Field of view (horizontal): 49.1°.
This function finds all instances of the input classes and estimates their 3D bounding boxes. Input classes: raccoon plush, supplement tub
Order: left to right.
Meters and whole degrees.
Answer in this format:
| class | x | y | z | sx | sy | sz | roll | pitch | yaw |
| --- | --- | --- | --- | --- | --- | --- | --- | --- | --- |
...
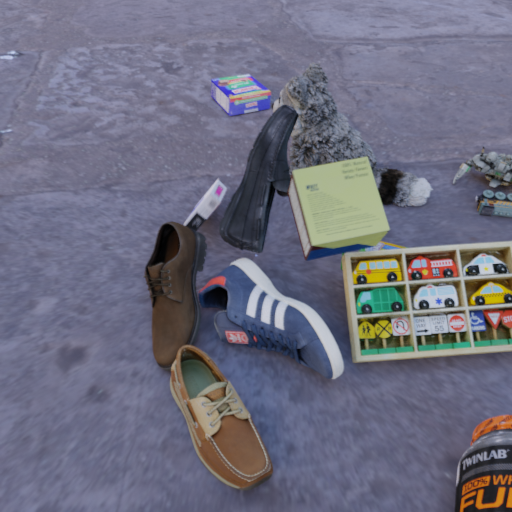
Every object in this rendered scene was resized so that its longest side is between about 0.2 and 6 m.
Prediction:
| class | x | y | z | sx | sy | sz | roll | pitch | yaw |
| --- | --- | --- | --- | --- | --- | --- | --- | --- | --- |
| raccoon plush | 2.091 | -2.697 | 12.140 | 3.716 | 2.490 | 1.798 | 8 | 39 | 10 |
| supplement tub | 2.833 | 2.930 | 5.978 | 1.376 | 1.376 | 2.246 | 12 | 40 | 14 |

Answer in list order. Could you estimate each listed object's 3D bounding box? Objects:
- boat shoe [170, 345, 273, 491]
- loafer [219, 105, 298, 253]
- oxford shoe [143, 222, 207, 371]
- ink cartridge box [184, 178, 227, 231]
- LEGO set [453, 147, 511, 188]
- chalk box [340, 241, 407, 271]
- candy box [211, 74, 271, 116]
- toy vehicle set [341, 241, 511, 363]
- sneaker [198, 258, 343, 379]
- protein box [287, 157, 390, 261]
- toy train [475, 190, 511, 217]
| class | x | y | z | sx | sy | sz | roll | pitch | yaw |
| --- | --- | --- | --- | --- | --- | --- | --- | --- | --- |
| boat shoe | -0.575 | 2.072 | 7.497 | 0.841 | 0.821 | 2.223 | -23 | 44 | -26 |
| loafer | 0.221 | -1.259 | 9.348 | 0.881 | 2.511 | 0.852 | 23 | 2 | 10 |
| oxford shoe | -1.415 | 0.574 | 8.748 | 0.863 | 1.002 | 2.374 | -12 | 65 | 27 |
| ink cartridge box | -0.971 | -1.024 | 11.072 | 0.319 | 0.814 | 1.720 | 38 | 16 | -12 |
| LEGO set | 5.972 | -2.012 | 12.620 | 2.945 | 0.835 | 1.913 | -13 | 40 | -16 |
| chalk box | 2.098 | 0.297 | 9.722 | 1.329 | 0.830 | 0.824 | 14 | 41 | 17 |
| candy box | -0.470 | -4.658 | 16.143 | 1.274 | 0.580 | 1.507 | -15 | 42 | -20 |
| toy vehicle set | 2.785 | 0.718 | 8.767 | 2.733 | 0.362 | 1.698 | -4 | 76 | -3 |
| sneaker | 0.103 | 1.135 | 8.636 | 1.183 | 1.050 | 2.800 | -30 | 41 | -23 |
| protein box | 1.208 | -0.702 | 8.509 | 1.191 | 0.809 | 1.200 | -12 | 74 | -6 |
| toy train | 5.122 | -1.061 | 11.826 | 0.940 | 0.400 | 0.536 | 9 | 52 | 8 |
